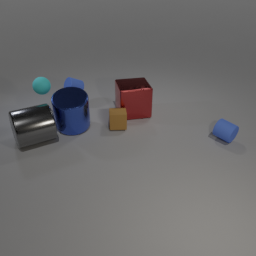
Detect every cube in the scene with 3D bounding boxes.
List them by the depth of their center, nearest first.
[{"bbox_3d":[-0.415,-0.375,11.489,0.700,0.700,0.700,-2,26,-4],"label":"cube"},{"bbox_3d":[0.226,-1.318,12.453,1.400,1.400,1.400,-6,31,-10],"label":"cube"}]

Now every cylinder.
[{"bbox_3d":[-3.515,-0.086,10.364,1.400,1.400,1.400,-16,34,-25],"label":"cylinder"},{"bbox_3d":[3.682,0.097,10.563,0.700,0.700,0.700,-27,46,-37],"label":"cylinder"},{"bbox_3d":[-2.227,-0.671,11.066,1.400,1.400,1.400,2,45,-2],"label":"cylinder"},{"bbox_3d":[-2.506,-1.935,12.987,0.700,0.700,0.700,9,19,-41],"label":"cylinder"}]

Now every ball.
[{"bbox_3d":[-3.429,-1.675,11.125,0.700,0.700,0.700,0,31,0],"label":"ball"}]
